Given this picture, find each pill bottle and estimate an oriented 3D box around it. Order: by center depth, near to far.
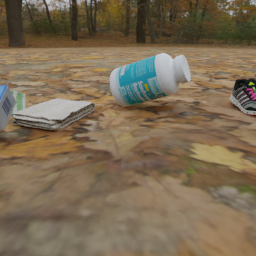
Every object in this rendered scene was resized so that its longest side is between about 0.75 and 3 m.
[{"bbox_3d":[0.713,-1.558,8.943,2.394,1.326,1.326,-13,12,28],"label":"pill bottle"}]

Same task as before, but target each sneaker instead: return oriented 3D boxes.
[{"bbox_3d":[3.936,-1.055,8.929,0.801,0.950,2.172,-5,22,-4],"label":"sneaker"}]

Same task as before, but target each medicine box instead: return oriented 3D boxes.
[{"bbox_3d":[-3.151,-0.406,6.161,1.029,0.530,0.937,-7,43,4],"label":"medicine box"}]

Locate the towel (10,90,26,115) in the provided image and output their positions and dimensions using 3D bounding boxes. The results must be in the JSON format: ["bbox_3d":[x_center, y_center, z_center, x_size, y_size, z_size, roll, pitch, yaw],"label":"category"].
[{"bbox_3d":[-3.170,-0.705,7.776,0.111,0.723,0.948,-8,-6,18],"label":"towel"}]

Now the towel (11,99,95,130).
[{"bbox_3d":[-2.116,-0.486,8.228,1.502,0.391,2.266,8,21,18],"label":"towel"}]
